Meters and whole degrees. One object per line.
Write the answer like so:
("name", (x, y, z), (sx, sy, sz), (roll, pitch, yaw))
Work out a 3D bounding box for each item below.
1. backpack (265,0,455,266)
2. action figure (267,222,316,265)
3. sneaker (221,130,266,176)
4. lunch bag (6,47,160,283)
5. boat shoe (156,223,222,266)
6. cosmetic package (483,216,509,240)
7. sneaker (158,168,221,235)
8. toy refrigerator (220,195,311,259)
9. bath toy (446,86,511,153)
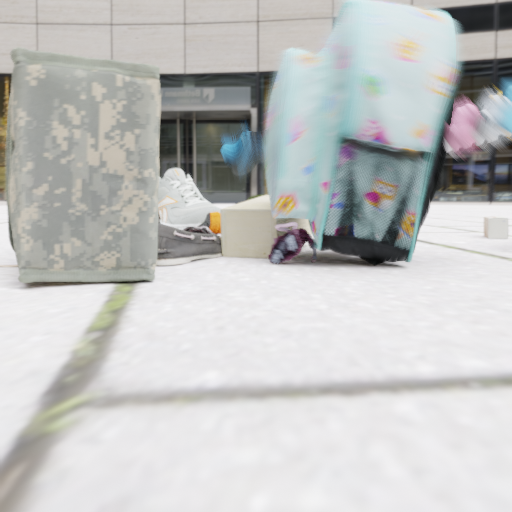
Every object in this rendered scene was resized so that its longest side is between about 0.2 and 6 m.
("backpack", (1.445, -1.941, 8.109), (2.561, 3.340, 2.936), (15, 23, -2))
("action figure", (0.527, -0.230, 8.258), (0.673, 0.748, 1.005), (-3, 16, 29))
("sneaker", (0.078, -2.152, 10.800), (1.625, 0.665, 0.595), (-28, 35, 19))
("lunch bag", (-2.336, -1.077, 7.383), (1.801, 2.513, 3.064), (0, 6, -20))
("boat shoe", (-1.006, -0.255, 8.683), (0.712, 0.607, 2.130), (2, 7, 19))
("cosmetic package", (5.417, -0.643, 12.681), (0.417, 0.494, 0.956), (0, 5, 15))
("sneaker", (-1.824, -1.308, 13.498), (1.334, 1.621, 3.523), (-4, 8, -31))
("toy refrigerator", (0.267, -0.540, 9.859), (0.947, 0.873, 2.495), (2, 12, 18))
("bath toy", (3.168, -1.977, 8.304), (0.789, 0.670, 1.813), (-27, 9, -27))
